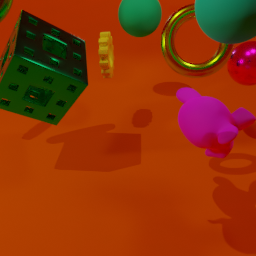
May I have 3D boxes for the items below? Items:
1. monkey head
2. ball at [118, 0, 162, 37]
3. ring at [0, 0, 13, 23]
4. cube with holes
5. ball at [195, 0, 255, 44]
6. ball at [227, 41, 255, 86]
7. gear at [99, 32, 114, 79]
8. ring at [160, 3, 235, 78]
[{"bbox_3d":[1.283,-0.131,4.070,1.032,0.864,1.434,-32,37,3],"label":"monkey head"},{"bbox_3d":[0.353,-3.375,8.324,1.299,1.299,1.299,0,31,0],"label":"ball"},{"bbox_3d":[-2.957,-2.609,5.005,1.718,1.718,0.344,-13,27,-20],"label":"ring"},{"bbox_3d":[-1.675,-1.086,5.359,1.300,1.300,1.300,19,45,-32],"label":"cube with holes"},{"bbox_3d":[1.195,-1.393,3.131,0.873,0.873,0.873,0,31,0],"label":"ball"},{"bbox_3d":[2.705,-1.423,6.201,0.970,0.970,0.970,0,31,0],"label":"ball"},{"bbox_3d":[-0.516,-1.780,6.879,0.202,1.094,1.094,-1,31,6],"label":"gear"},{"bbox_3d":[1.087,-1.367,4.413,1.153,1.153,0.231,4,6,7],"label":"ring"}]
